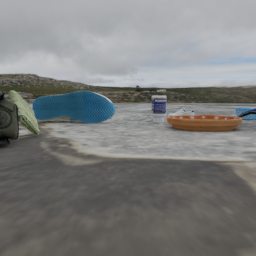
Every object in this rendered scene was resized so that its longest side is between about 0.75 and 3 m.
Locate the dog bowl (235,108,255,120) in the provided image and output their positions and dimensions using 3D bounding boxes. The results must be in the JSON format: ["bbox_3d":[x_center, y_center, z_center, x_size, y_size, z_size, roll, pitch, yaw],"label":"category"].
[{"bbox_3d":[5.256,-0.579,11.245,1.838,0.456,1.024,3,7,20],"label":"dog bowl"}]

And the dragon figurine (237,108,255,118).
[{"bbox_3d":[3.819,-0.337,7.003,2.954,0.869,1.469,8,10,44],"label":"dragon figurine"}]

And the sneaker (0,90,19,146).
[{"bbox_3d":[-2.874,-0.171,4.452,1.617,1.079,2.823,-5,-1,16],"label":"sneaker"}]

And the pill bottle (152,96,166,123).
[{"bbox_3d":[1.074,-0.656,9.724,0.513,0.923,0.513,0,6,0],"label":"pill bottle"}]

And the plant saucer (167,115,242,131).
[{"bbox_3d":[2.126,-0.154,7.913,2.035,0.328,2.035,1,6,0],"label":"plant saucer"}]

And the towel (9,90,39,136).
[{"bbox_3d":[-2.185,-0.313,5.985,0.185,0.751,1.012,-25,-23,-3],"label":"towel"}]

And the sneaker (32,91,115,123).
[{"bbox_3d":[-1.809,-0.748,9.889,2.902,1.110,1.172,3,6,14],"label":"sneaker"}]

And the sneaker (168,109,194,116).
[{"bbox_3d":[2.161,-0.568,11.330,1.150,0.407,0.420,4,7,32],"label":"sneaker"}]
